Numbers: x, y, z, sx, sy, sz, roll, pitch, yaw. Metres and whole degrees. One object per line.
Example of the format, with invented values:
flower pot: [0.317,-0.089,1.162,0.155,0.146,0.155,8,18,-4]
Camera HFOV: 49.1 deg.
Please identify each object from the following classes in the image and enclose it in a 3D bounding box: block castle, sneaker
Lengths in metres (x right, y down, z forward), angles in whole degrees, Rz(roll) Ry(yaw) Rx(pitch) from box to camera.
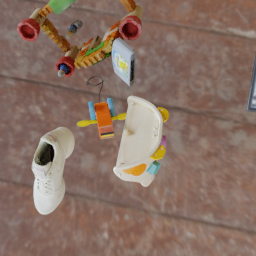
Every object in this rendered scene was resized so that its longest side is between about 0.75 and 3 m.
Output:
block castle: [-1.106,-2.386,6.572,2.673,1.786,1.254,-19,40,33]
sneaker: [-1.791,0.974,6.025,0.759,1.009,2.027,16,102,14]

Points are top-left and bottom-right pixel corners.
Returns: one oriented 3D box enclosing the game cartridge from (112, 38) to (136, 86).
game cartridge: [-0.100,-1.466,6.246,0.203,1.003,0.669,-30,61,-19]

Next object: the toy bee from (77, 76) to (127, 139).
toy bee: [-0.495,-0.287,6.204,1.086,0.902,1.659,4,47,9]

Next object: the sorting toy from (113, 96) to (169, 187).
sorting toy: [0.403,0.463,5.875,0.910,1.533,1.703,2,56,13]

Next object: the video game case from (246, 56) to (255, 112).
video game case: [3.415,-1.080,5.147,2.039,0.260,1.842,11,107,25]
